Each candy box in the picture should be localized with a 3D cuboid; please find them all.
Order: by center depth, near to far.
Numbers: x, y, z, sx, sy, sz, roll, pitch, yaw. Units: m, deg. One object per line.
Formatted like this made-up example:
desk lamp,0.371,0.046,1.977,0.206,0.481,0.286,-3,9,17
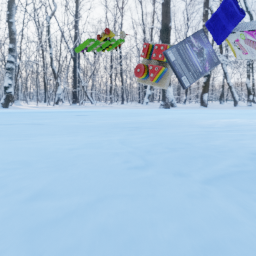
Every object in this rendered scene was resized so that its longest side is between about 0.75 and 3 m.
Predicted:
candy box,3.971,-2.743,8.811,1.158,0.518,1.698,48,-11,-27

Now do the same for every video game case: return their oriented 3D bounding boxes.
video game case,1.950,-2.092,8.380,1.753,1.253,0.166,-36,10,-27

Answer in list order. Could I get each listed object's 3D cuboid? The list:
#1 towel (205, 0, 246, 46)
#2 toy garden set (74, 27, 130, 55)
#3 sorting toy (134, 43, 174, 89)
towel,2.997,-3.406,8.802,0.336,1.003,1.358,-10,-22,-23
toy garden set,-0.632,-2.703,8.985,1.402,0.336,1.682,-21,-1,44
sorting toy,1.005,-2.566,11.186,0.597,1.706,1.716,8,11,-42
